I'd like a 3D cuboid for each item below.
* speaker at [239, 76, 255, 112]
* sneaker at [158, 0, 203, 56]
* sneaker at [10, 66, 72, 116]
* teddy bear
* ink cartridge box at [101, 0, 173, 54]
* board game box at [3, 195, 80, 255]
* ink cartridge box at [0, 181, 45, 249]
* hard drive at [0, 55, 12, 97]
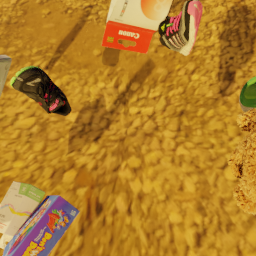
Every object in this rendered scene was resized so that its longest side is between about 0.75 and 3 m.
[{"bbox_3d":[2.884,-0.564,5.222,1.094,2.473,1.094,1,96,6],"label":"speaker"},{"bbox_3d":[1.053,-2.111,5.998,0.844,1.930,0.712,15,89,6],"label":"sneaker"},{"bbox_3d":[-1.700,-0.723,5.861,0.724,1.727,0.663,43,94,25],"label":"sneaker"},{"bbox_3d":[2.020,0.407,4.146,0.818,2.450,1.777,9,75,1],"label":"teddy bear"},{"bbox_3d":[0.205,-2.675,6.899,1.403,1.730,0.434,3,33,-25],"label":"ink cartridge box"},{"bbox_3d":[-1.393,1.607,4.325,0.375,1.675,1.126,41,67,-8],"label":"board game box"},{"bbox_3d":[-2.170,1.658,5.315,0.698,0.401,1.192,-3,54,40],"label":"ink cartridge box"},{"bbox_3d":[-3.395,-0.969,6.147,0.260,1.287,1.951,28,18,3],"label":"hard drive"}]
